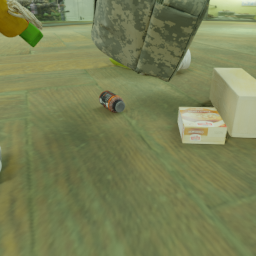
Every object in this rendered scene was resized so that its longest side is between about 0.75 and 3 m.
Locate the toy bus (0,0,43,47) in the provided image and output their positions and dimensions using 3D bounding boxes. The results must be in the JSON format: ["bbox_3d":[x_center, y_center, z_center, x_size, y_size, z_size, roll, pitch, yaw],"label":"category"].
[{"bbox_3d":[-2.891,-2.026,4.824,2.489,1.363,2.638,40,0,-21],"label":"toy bus"}]

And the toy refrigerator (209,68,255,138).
[{"bbox_3d":[3.130,-0.844,7.928,1.016,1.102,2.904,2,24,5],"label":"toy refrigerator"}]

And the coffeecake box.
[{"bbox_3d":[1.816,-0.092,7.055,0.988,0.470,1.287,2,25,3],"label":"coffeecake box"}]

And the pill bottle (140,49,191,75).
[{"bbox_3d":[1.593,-3.070,12.533,2.216,1.246,1.246,-6,26,-14],"label":"pill bottle"}]

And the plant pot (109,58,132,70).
[{"bbox_3d":[0.345,-4.045,13.722,2.222,2.016,2.211,-20,31,-37],"label":"plant pot"}]

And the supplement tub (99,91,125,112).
[{"bbox_3d":[-0.469,-0.786,8.504,0.512,0.512,0.958,-14,28,-28],"label":"supplement tub"}]

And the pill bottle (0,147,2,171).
[{"bbox_3d":[-2.732,0.645,5.374,0.560,0.560,0.984,-10,27,-21],"label":"pill bottle"}]

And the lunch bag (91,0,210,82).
[{"bbox_3d":[0.340,-2.653,6.124,2.345,2.796,1.948,16,66,-2],"label":"lunch bag"}]
